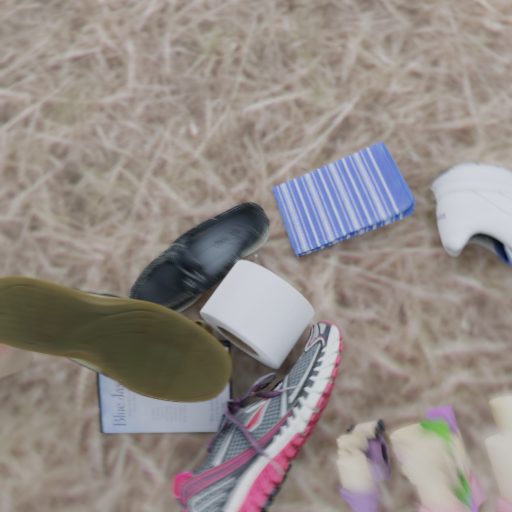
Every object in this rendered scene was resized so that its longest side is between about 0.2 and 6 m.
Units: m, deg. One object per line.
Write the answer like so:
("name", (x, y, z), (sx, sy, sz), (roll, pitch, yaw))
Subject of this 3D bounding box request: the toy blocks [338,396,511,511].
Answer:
("toy blocks", (2.053, 2.743, 6.030), (2.130, 1.990, 1.793), (-18, 83, 23))

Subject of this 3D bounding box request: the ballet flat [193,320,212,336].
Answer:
("ballet flat", (-1.141, 1.451, 7.744), (0.502, 0.535, 1.480), (33, 67, 20))

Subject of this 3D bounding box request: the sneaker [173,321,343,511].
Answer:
("sneaker", (0.152, 2.030, 7.059), (1.124, 1.214, 3.011), (29, 66, 17))

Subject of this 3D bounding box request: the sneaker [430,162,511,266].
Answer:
("sneaker", (4.386, -0.491, 8.591), (3.378, 1.258, 1.471), (4, 74, 9))

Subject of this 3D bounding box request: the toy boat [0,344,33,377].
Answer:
("toy boat", (-3.737, 1.251, 7.560), (1.281, 0.836, 0.837), (-20, 76, 5))

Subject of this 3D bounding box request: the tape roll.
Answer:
("tape roll", (0.011, 0.798, 7.590), (1.311, 1.311, 0.900), (32, 73, 16))

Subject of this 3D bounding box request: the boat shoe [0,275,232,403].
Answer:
("boat shoe", (-1.726, 0.933, 6.741), (2.941, 0.966, 1.051), (19, 88, -10))

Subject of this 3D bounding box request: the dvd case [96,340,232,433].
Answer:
("dvd case", (-1.206, 1.729, 7.378), (1.773, 0.156, 1.265), (-1, 102, 1))

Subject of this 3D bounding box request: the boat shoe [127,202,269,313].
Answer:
("boat shoe", (-0.836, 0.029, 8.199), (2.513, 0.833, 0.939), (-31, 76, -13))

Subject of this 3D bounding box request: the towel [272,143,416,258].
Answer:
("towel", (1.335, -0.917, 8.843), (1.989, 0.237, 1.440), (-22, 59, 9))
